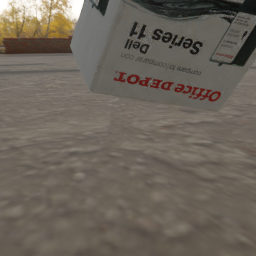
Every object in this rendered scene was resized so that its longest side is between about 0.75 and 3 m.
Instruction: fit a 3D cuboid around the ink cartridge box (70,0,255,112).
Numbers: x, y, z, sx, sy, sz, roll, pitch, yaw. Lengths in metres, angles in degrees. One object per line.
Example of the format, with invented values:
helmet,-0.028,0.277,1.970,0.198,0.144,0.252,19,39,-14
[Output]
ink cartridge box,0.764,-1.646,3.084,2.050,2.797,1.162,5,40,-28
